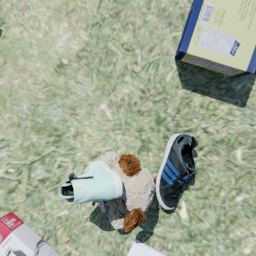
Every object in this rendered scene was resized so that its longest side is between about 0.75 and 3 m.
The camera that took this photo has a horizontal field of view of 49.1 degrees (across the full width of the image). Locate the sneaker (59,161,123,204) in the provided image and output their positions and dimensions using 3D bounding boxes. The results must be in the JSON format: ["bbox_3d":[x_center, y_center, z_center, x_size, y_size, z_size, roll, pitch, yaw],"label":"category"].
[{"bbox_3d":[-1.354,1.589,8.500,1.590,2.696,0.992,-3,90,-22],"label":"sneaker"}]

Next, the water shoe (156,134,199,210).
[{"bbox_3d":[1.691,1.510,9.567,0.961,1.060,2.687,13,84,-34],"label":"water shoe"}]

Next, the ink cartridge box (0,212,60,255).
[{"bbox_3d":[-3.812,4.632,9.424,2.847,1.180,2.090,40,86,3],"label":"ink cartridge box"}]

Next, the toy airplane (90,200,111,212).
[{"bbox_3d":[-0.969,2.309,9.835,1.000,0.709,1.004,35,122,36],"label":"toy airplane"}]

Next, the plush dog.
[{"bbox_3d":[0.236,1.979,9.052,2.150,2.301,2.680,-9,86,-1],"label":"plush dog"}]

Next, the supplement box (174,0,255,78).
[{"bbox_3d":[3.220,-3.296,9.547,2.484,1.669,2.486,18,97,1],"label":"supplement box"}]

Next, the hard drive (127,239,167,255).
[{"bbox_3d":[0.410,5.381,9.822,1.577,0.303,2.390,27,86,2],"label":"hard drive"}]
